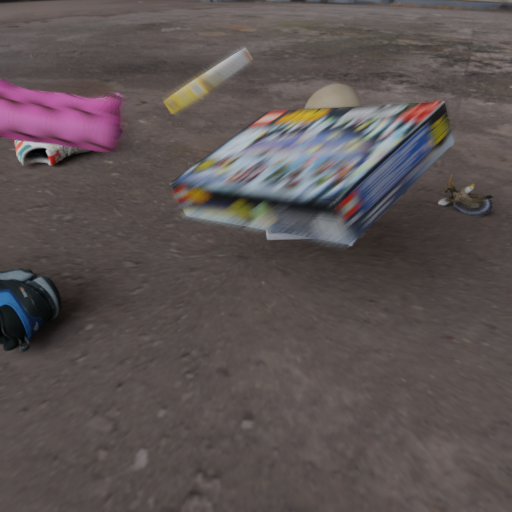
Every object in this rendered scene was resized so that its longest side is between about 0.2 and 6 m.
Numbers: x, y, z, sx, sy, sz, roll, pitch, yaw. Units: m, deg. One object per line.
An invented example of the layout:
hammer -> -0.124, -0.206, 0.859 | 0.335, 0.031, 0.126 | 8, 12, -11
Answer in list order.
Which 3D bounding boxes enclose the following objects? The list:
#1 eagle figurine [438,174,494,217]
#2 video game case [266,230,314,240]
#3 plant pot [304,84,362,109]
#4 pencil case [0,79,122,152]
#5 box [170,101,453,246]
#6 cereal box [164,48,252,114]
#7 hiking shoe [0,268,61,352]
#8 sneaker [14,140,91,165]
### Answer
eagle figurine -> 4.732, -1.306, 12.580 | 1.061, 0.801, 0.805 | 34, 82, 0
video game case -> 0.917, -0.733, 11.976 | 1.455, 0.160, 1.326 | -2, 32, -2
plant pot -> 2.330, -3.485, 15.286 | 1.689, 1.689, 1.803 | -6, 45, -10
pencil case -> -2.196, -1.525, 5.942 | 1.485, 0.674, 0.696 | 8, 71, -6
box -> 0.718, -1.450, 8.888 | 2.617, 0.762, 3.823 | -42, 33, -28
cereal box -> -1.037, -3.848, 12.299 | 1.314, 0.361, 1.826 | -14, 25, 47
hiking shoe -> -4.692, 0.680, 8.753 | 3.033, 1.128, 1.315 | 6, 31, 10
sneaker -> -5.179, -2.838, 14.941 | 2.378, 0.837, 1.112 | -9, 48, -16
